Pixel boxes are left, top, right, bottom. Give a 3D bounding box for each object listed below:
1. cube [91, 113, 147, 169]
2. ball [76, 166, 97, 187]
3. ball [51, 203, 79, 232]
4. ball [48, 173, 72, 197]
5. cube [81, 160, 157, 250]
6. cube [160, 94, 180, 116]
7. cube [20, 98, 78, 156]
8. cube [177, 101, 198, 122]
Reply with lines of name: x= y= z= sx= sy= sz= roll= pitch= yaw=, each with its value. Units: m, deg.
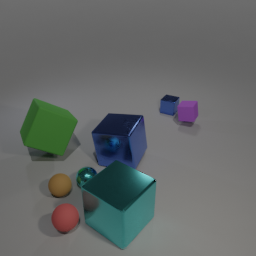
cube: x=-0.246 y=0.432 z=9.803 sx=1.400 sy=1.400 sz=1.400 roll=4 pitch=32 yaw=22
ball: x=-1.291 y=1.565 z=8.820 sx=0.700 sy=0.700 sz=0.700 roll=0 pitch=31 yaw=0
ball: x=-1.626 y=2.319 z=7.265 sx=0.700 sy=0.700 sz=0.700 roll=0 pitch=31 yaw=0
ball: x=-2.064 y=1.728 z=8.508 sx=0.700 sy=0.700 sz=0.700 roll=0 pitch=31 yaw=0
cube: x=-0.222 y=1.968 z=7.436 sx=1.400 sy=1.400 sz=1.400 roll=22 pitch=37 yaw=32
cube: x=1.967 y=-1.087 z=13.222 sx=0.700 sy=0.700 sz=0.700 roll=16 pitch=34 yaw=24
cube: x=-2.825 y=-0.049 z=9.894 sx=1.400 sy=1.400 sz=1.400 roll=21 pitch=8 yaw=-31
cube: x=2.582 y=-0.732 z=12.043 sx=0.700 sy=0.700 sz=0.700 roll=4 pitch=27 yaw=28
